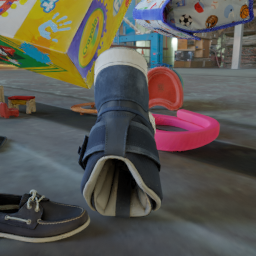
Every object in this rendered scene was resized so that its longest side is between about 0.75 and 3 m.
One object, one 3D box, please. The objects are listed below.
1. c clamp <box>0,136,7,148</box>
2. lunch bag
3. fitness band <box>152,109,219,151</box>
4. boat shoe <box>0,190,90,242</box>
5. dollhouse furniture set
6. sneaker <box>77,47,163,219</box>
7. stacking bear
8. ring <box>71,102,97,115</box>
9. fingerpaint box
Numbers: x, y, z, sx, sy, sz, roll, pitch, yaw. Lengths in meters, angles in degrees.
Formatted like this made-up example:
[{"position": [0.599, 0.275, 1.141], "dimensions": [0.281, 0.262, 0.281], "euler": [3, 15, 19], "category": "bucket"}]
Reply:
[{"position": [-3.117, 0.314, 5.846], "dimensions": [1.081, 0.171, 1.265], "euler": [0, 12, -20], "category": "c clamp"}, {"position": [1.716, -3.435, 7.985], "dimensions": [2.749, 1.702, 2.337], "euler": [-18, 26, -13], "category": "lunch bag"}, {"position": [0.928, -0.011, 6.558], "dimensions": [1.826, 0.476, 2.542], "euler": [-9, 16, -22], "category": "fitness band"}, {"position": [-1.079, 0.890, 2.978], "dimensions": [1.333, 0.418, 0.484], "euler": [0, 14, 0], "category": "boat shoe"}, {"position": [-4.528, -0.967, 8.836], "dimensions": [2.741, 1.115, 1.475], "euler": [1, 14, 5], "category": "dollhouse furniture set"}, {"position": [-0.030, 0.410, 3.966], "dimensions": [0.955, 1.814, 2.510], "euler": [-5, -27, 6], "category": "sneaker"}, {"position": [1.473, -1.558, 10.802], "dimensions": [1.606, 1.504, 2.645], "euler": [4, 10, 16], "category": "stacking bear"}, {"position": [-1.006, -0.660, 9.582], "dimensions": [1.878, 0.180, 1.878], "euler": [-1, 15, 0], "category": "ring"}, {"position": [-1.195, -2.378, 4.416], "dimensions": [2.446, 2.932, 1.076], "euler": [18, -15, 15], "category": "fingerpaint box"}]
